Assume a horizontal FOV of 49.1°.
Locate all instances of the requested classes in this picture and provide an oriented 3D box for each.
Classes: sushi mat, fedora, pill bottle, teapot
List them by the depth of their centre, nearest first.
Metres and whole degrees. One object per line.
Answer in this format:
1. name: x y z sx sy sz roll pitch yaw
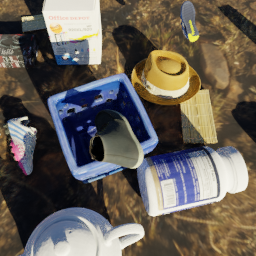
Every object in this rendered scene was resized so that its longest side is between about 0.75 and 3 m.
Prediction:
1. teapot: -1.344 3.050 6.812 2.633 1.948 2.667 25 60 15
2. pill bottle: 1.791 1.434 8.056 2.840 1.643 1.643 -10 58 -8
3. sushi mat: 2.493 -0.458 10.164 1.146 0.145 2.395 1 57 2
4. fedora: 1.444 -2.124 10.602 2.765 1.128 2.765 -1 54 1
5. sushi mat: -3.810 -5.043 13.155 2.345 0.142 1.122 -12 59 -8

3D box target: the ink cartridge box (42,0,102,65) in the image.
1. ink cartridge box: -2.058 -4.066 11.068 1.876 2.548 1.843 -1 57 -1

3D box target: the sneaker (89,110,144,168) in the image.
1. sneaker: -0.539 0.098 6.747 1.110 0.782 2.090 13 25 -39

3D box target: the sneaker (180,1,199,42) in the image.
1. sneaker: 2.031 -3.648 9.604 0.491 1.328 0.546 -20 29 -5

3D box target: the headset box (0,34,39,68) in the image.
1. headset box: -4.734 -3.208 11.629 1.794 0.693 1.335 0 57 -2

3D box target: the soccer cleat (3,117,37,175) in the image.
1. soccer cleat: -3.370 0.473 9.195 0.948 0.767 2.197 -22 60 -18

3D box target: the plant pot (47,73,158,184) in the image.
1. plant pot: -0.768 0.197 8.393 2.450 2.203 2.450 -20 68 -12
